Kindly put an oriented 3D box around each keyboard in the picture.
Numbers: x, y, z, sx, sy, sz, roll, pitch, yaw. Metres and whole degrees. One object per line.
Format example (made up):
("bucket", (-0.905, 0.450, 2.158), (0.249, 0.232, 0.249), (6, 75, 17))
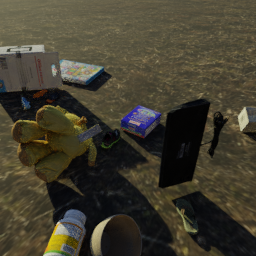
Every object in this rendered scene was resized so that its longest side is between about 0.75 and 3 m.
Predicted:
("keyboard", (1.601, 0.427, 7.016), (1.704, 2.682, 0.276), (-11, 41, -15))

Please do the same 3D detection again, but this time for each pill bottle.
("pill bottle", (-1.327, 2.433, 6.123), (0.678, 0.678, 1.222), (5, 35, 7))

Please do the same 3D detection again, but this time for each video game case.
("video game case", (-2.686, -2.799, 13.825), (2.520, 0.224, 1.804), (14, 38, 19))

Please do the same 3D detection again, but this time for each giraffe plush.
("giraffe plush", (-1.960, 0.175, 8.496), (2.449, 2.113, 1.986), (-13, 16, -2))

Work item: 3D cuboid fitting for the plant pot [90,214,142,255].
("plant pot", (-0.361, 2.438, 5.943), (0.759, 1.130, 1.130), (-22, 15, 44))

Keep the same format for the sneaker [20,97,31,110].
("sneaker", (-4.112, -0.965, 11.286), (0.364, 0.318, 0.810), (1, 34, -33))

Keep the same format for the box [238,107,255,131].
("box", (4.783, -0.296, 9.740), (1.593, 0.756, 0.619), (1, 63, -1))

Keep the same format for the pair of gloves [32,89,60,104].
("pair of gloves", (-3.474, -1.376, 11.923), (1.053, 0.130, 0.938), (12, 37, 15))

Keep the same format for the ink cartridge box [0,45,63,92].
("ink cartridge box", (-4.463, -2.616, 12.268), (2.990, 1.734, 1.014), (-5, 35, -9))

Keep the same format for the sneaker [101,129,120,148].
("sneaker", (-0.548, 0.297, 9.344), (0.369, 0.403, 0.961), (17, 39, 22))

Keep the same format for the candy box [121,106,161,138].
("candy box", (0.474, -0.243, 10.052), (1.006, 0.458, 1.190), (23, 41, 26))

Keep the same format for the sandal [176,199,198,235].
("sandal", (1.491, 2.130, 6.883), (0.400, 0.287, 1.007), (-6, 36, -9))
